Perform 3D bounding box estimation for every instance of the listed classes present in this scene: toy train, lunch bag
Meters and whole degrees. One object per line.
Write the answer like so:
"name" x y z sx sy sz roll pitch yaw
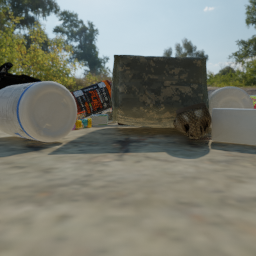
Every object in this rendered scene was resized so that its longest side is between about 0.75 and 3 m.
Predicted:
"toy train" -1.942 -0.251 8.485 1.421 0.526 1.891 3 6 26
"lunch bag" 0.686 -0.829 7.905 2.355 1.688 2.872 1 -12 -5

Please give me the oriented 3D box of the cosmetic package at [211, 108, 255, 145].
"cosmetic package" 2.179 -0.036 5.195 0.477 0.664 1.177 -4 9 -44

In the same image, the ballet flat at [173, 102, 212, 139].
"ballet flat" 1.406 -0.039 5.889 0.864 0.594 2.564 -16 -8 10

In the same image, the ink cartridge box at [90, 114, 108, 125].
"ink cartridge box" -1.039 -0.319 10.241 0.614 0.348 0.838 -1 7 0

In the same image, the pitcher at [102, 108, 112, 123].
"pitcher" -0.570 -0.559 11.537 0.997 0.704 1.162 4 14 1

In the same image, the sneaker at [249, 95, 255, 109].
"sneaker" 4.411 -0.575 9.407 1.210 1.048 2.681 -8 9 -42

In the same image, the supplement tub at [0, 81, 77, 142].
"supplement tub" -1.987 -0.346 5.791 1.167 1.167 1.770 -5 6 -43

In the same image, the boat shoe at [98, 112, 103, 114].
"boat shoe" -0.780 -0.800 14.390 2.055 0.620 0.777 1 5 11

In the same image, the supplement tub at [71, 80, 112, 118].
"supplement tub" -1.166 -1.185 10.991 2.166 1.158 1.158 -23 11 -14

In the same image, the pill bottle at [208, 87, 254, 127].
"pill bottle" 2.633 -0.539 7.992 1.182 1.182 2.077 0 5 4

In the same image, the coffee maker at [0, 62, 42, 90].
"coffee maker" -4.273 -0.898 10.438 2.909 1.959 2.794 6 -24 46

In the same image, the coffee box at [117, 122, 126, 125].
"coffee box" 0.099 -0.405 10.042 0.948 0.536 0.378 -2 14 -10
